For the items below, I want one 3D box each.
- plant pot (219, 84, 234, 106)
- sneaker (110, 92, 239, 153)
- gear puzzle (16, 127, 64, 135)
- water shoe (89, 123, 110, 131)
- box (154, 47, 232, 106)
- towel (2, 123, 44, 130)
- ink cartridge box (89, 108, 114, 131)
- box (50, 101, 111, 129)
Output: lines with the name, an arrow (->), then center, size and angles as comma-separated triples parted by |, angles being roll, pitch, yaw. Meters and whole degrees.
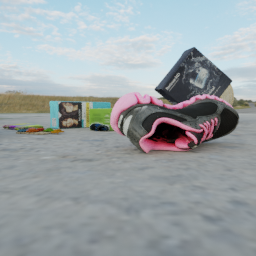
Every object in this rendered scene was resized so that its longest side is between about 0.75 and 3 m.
plant pot -> 3.985, -1.390, 14.528 | 2.858, 2.858, 2.616 | 1, 16, 20
sneaker -> 1.134, 0.024, 5.336 | 2.807, 1.109, 1.339 | -3, 26, -23
gear puzzle -> -2.656, 0.072, 8.611 | 1.516, 0.198, 0.785 | 2, 4, 23
water shoe -> -1.009, -0.023, 9.541 | 0.753, 0.269, 0.297 | 1, 6, 20
box -> 2.041, -1.356, 8.899 | 1.665, 1.638, 0.978 | 38, 1, -10
towel -> -3.949, -0.044, 10.517 | 1.425, 0.162, 1.024 | 4, 8, 42
ink cartridge box -> -0.285, -0.347, 10.553 | 1.542, 0.790, 2.087 | 1, 3, 22
box -> -1.886, -0.559, 11.492 | 2.593, 1.067, 0.637 | -4, 6, -44
